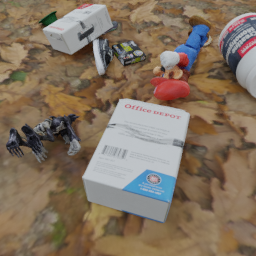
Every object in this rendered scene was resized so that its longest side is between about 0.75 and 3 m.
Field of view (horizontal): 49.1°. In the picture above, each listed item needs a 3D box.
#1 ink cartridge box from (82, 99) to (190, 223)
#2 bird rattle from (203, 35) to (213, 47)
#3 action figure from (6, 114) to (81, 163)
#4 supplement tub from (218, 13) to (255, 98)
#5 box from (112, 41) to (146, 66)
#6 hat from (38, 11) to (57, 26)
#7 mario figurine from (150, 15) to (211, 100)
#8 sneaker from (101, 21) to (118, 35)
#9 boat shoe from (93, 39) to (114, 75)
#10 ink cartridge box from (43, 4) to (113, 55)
[{"bbox_3d":[0.341,0.718,7.431,2.064,1.191,2.845,13,49,11],"label":"ink cartridge box"},{"bbox_3d":[3.158,-3.869,12.035,1.056,0.595,0.861,-35,73,-24],"label":"bird rattle"},{"bbox_3d":[-2.149,0.298,7.798,1.467,1.260,2.469,-18,3,20],"label":"action figure"},{"bbox_3d":[4.550,-2.564,9.872,1.951,1.951,2.780,-6,48,-5],"label":"supplement tub"},{"bbox_3d":[0.011,-3.080,11.460,0.994,0.275,1.240,-19,51,-17],"label":"box"},{"bbox_3d":[-3.406,-4.743,13.068,1.207,1.062,1.000,-11,29,47],"label":"hat"},{"bbox_3d":[1.578,-2.330,9.440,1.589,1.850,2.998,17,74,49],"label":"mario figurine"},{"bbox_3d":[-0.870,-4.702,12.763,0.433,0.510,1.165,29,55,24],"label":"sneaker"},{"bbox_3d":[-0.918,-2.850,10.935,0.752,0.796,2.219,-9,41,-1],"label":"boat shoe"},{"bbox_3d":[-2.040,-4.077,11.423,2.286,0.957,1.649,-40,42,-20],"label":"ink cartridge box"}]
